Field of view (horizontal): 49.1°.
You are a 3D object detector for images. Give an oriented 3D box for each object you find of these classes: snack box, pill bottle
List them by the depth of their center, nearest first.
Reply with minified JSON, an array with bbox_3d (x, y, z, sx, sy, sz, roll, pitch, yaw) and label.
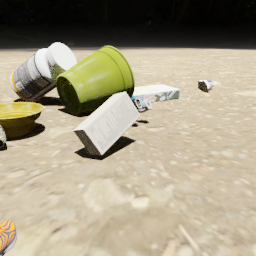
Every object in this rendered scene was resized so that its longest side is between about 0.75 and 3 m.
[{"bbox_3d":[-3.343,-2.194,11.111,2.577,1.500,1.500,-25,6,31],"label":"pill bottle"},{"bbox_3d":[0.938,-1.488,12.151,2.314,0.429,1.344,-10,22,-27],"label":"snack box"}]

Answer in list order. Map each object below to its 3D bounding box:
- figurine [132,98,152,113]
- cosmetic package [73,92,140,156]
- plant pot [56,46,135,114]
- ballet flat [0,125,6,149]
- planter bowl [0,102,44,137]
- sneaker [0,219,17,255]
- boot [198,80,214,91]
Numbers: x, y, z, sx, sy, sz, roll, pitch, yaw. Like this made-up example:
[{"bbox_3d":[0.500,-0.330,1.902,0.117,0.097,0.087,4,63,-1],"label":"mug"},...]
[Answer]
[{"bbox_3d":[0.212,-0.586,8.836,0.850,0.375,0.871,-29,-18,37],"label":"figurine"},{"bbox_3d":[-0.479,-0.121,6.855,1.540,0.797,0.563,-44,23,-30],"label":"cosmetic package"},{"bbox_3d":[-1.327,-1.576,10.277,2.205,2.291,2.291,-31,34,-34],"label":"plant pot"},{"bbox_3d":[-4.151,0.432,6.270,2.751,0.933,1.036,-13,42,-36],"label":"ballet flat"},{"bbox_3d":[-3.302,-0.197,8.089,1.745,0.727,1.745,1,20,0],"label":"planter bowl"},{"bbox_3d":[-1.795,1.430,3.747,0.388,0.561,1.001,-1,20,-1],"label":"sneaker"},{"bbox_3d":[3.987,-2.159,13.880,0.660,0.532,1.462,-6,19,-1],"label":"boot"}]
